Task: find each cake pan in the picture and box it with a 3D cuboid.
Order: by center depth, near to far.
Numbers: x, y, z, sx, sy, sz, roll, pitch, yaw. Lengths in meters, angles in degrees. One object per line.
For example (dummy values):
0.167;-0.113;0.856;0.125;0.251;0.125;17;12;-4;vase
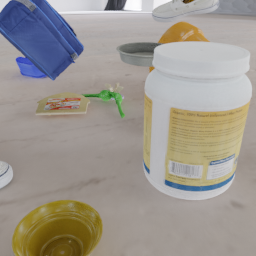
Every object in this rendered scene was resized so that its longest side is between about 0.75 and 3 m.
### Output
0.598;-2.281;8.613;1.921;0.352;1.921;1;28;0;cake pan

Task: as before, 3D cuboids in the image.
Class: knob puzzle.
-2.330;-0.852;10.230;2.097;0.291;2.097;0;28;0;knob puzzle

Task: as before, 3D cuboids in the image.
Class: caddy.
-4.515;-3.115;13.800;1.944;1.020;1.374;15;53;23;caddy

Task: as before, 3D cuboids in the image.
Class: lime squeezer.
-0.808;-1.027;10.571;2.627;0.495;0.928;25;68;37;lime squeezer

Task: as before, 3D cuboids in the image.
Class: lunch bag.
-2.504;-2.746;8.393;1.648;2.491;1.692;-49;42;-5;lunch bag

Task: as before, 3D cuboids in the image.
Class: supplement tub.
1.417;-0.200;6.102;2.146;2.966;2.146;0;28;0;supplement tub

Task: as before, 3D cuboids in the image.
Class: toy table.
-0.572;-1.466;11.173;0.868;0.509;0.798;8;29;12;toy table

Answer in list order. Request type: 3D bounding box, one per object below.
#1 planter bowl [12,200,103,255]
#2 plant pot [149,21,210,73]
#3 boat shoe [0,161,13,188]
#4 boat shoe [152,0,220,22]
-1.124;1.904;4.673;1.433;0.597;1.433;0;28;0;planter bowl
2.635;-2.456;11.145;2.689;2.689;2.462;-25;52;-39;plant pot
-4.125;0.953;6.044;2.966;0.990;1.091;-7;28;-12;boat shoe
1.697;-3.910;8.731;2.142;0.748;0.760;1;64;28;boat shoe
